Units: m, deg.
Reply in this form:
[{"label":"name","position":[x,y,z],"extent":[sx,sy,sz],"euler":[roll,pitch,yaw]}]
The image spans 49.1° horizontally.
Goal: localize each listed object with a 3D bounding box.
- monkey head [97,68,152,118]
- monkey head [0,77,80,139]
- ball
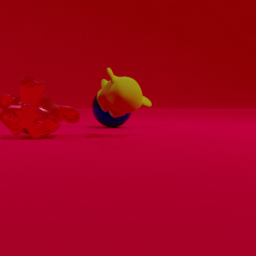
[{"label":"monkey head","position":[-0.155,-0.715,5.428],"extent":[0.787,0.939,1.306],"euler":[-35,-43,23]},{"label":"monkey head","position":[-1.779,-0.425,5.356],"extent":[1.703,1.225,1.026],"euler":[12,21,-6]},{"label":"ball","position":[-0.447,-0.592,7.981],"extent":[1.161,1.161,1.161],"euler":[0,4,0]}]
